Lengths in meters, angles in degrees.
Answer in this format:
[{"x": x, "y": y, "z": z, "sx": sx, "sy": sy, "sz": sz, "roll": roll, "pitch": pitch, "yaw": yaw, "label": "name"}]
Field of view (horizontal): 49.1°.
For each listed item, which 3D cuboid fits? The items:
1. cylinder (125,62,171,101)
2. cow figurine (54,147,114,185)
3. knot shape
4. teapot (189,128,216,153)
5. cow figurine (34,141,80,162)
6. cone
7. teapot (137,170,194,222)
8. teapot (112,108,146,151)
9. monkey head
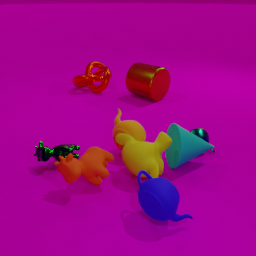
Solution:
[{"x": 0.799, "y": -1.862, "z": 11.151, "sx": 1.311, "sy": 1.311, "sz": 1.311, "roll": 23, "pitch": 34, "yaw": 38, "label": "cylinder"}, {"x": -0.958, "y": 0.771, "z": 6.182, "sx": 1.146, "sy": 0.639, "sz": 1.164, "roll": 33, "pitch": 38, "yaw": -13, "label": "cow figurine"}, {"x": -1.359, "y": -2.167, "z": 12.060, "sx": 1.854, "sy": 0.857, "sz": 1.735, "roll": -35, "pitch": 40, "yaw": -22, "label": "knot shape"}, {"x": 1.913, "y": 0.362, "z": 7.508, "sx": 1.049, "sy": 0.652, "sz": 0.514, "roll": 26, "pitch": 26, "yaw": -21, "label": "teapot"}, {"x": -1.782, "y": 0.601, "z": 7.005, "sx": 0.945, "sy": 0.527, "sz": 0.960, "roll": 9, "pitch": 8, "yaw": 12, "label": "cow figurine"}, {"x": 1.618, "y": 0.454, "z": 6.898, "sx": 1.105, "sy": 1.101, "sz": 1.101, "roll": 2, "pitch": 26, "yaw": -11, "label": "cone"}, {"x": 0.642, "y": 1.307, "z": 5.210, "sx": 0.645, "sy": 0.819, "sz": 1.318, "roll": -31, "pitch": 68, "yaw": -38, "label": "teapot"}, {"x": 0.047, "y": 0.149, "z": 7.367, "sx": 0.721, "sy": 1.472, "sz": 0.915, "roll": -37, "pitch": -1, "yaw": -41, "label": "teapot"}, {"x": 0.428, "y": 0.559, "z": 6.424, "sx": 0.943, "sy": 1.125, "sz": 1.564, "roll": 18, "pitch": 21, "yaw": -48, "label": "monkey head"}]
